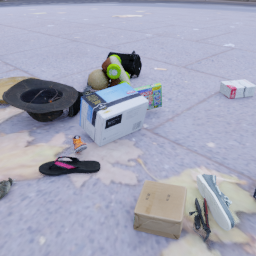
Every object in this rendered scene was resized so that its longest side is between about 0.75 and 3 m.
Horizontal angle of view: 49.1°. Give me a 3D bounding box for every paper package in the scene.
[{"bbox_3d":[0.771,1.875,6.608,1.123,0.610,1.178,8,32,13],"label":"paper package"}]

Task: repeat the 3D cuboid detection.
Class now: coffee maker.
[{"bbox_3d":[-0.268,-3.547,14.932,1.721,1.653,1.159,10,48,20],"label":"coffee maker"}]

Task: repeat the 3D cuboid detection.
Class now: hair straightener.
[{"bbox_3d":[1.663,2.133,6.601,0.469,0.250,1.220,3,35,6],"label":"hair straightener"}]

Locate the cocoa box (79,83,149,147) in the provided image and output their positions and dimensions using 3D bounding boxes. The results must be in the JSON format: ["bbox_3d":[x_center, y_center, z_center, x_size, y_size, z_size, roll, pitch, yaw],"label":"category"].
[{"bbox_3d":[-0.515,-0.518,9.751,1.991,1.328,1.307,-24,52,-34],"label":"cocoa box"}]

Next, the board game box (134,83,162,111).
[{"bbox_3d":[0.571,-1.139,11.125,1.581,1.064,0.230,-15,43,-7],"label":"board game box"}]

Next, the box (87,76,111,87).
[{"bbox_3d":[-1.398,-2.455,14.366,1.321,0.325,1.367,0,29,-4],"label":"box"}]

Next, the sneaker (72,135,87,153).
[{"bbox_3d":[-1.545,0.461,8.682,0.367,0.530,0.947,-10,-9,-27],"label":"sneaker"}]

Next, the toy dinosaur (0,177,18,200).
[{"bbox_3d":[-3.287,1.579,7.396,0.450,0.339,0.880,-8,28,-1],"label":"toy dinosaur"}]

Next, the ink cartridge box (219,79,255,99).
[{"bbox_3d":[5.094,-1.821,13.040,1.286,0.536,0.934,-7,31,-11],"label":"ink cartridge box"}]

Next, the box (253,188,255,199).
[{"bbox_3d":[4.242,1.550,6.816,1.540,0.949,1.528,-17,34,-27],"label":"box"}]

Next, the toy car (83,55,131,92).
[{"bbox_3d":[-1.141,-2.094,13.012,2.264,1.786,1.860,-26,26,11],"label":"toy car"}]

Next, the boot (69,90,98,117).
[{"bbox_3d":[-1.727,-1.052,11.594,1.342,0.676,1.796,6,38,-6],"label":"boot"}]

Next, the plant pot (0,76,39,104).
[{"bbox_3d":[-5.349,-1.772,13.122,2.849,0.391,2.849,-1,30,0],"label":"plant pot"}]

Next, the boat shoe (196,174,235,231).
[{"bbox_3d":[2.226,1.709,6.847,0.556,0.656,1.801,-9,26,-4],"label":"boat shoe"}]

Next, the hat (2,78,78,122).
[{"bbox_3d":[-3.361,-0.933,10.995,2.778,1.120,2.778,4,36,-3],"label":"hat"}]

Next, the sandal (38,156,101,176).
[{"bbox_3d":[-1.710,1.048,8.231,1.794,0.404,0.674,-2,30,-4],"label":"sandal"}]
